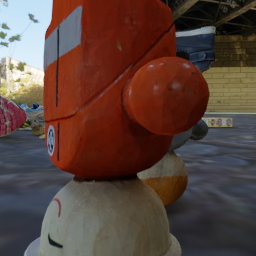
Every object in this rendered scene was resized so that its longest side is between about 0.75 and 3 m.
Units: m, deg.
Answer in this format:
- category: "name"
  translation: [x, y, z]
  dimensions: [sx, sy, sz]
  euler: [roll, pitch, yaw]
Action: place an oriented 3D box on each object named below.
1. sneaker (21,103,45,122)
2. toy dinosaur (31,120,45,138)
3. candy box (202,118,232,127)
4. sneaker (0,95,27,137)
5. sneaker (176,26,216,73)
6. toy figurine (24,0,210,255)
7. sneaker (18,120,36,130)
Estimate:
- category: "sneaker"
  translation: [-4.514, -0.823, 14.843]
  dimensions: [0.988, 0.996, 2.748]
  euler: [1, 3, 28]
- category: "toy dinosaur"
  translation: [-1.329, -0.025, 6.619]
  dimensions: [1.461, 0.841, 2.890]
  euler: [-23, 10, -37]
- category: "candy box"
  translation: [3.230, -0.219, 10.568]
  dimensions: [1.245, 0.344, 0.719]
  euler: [1, 4, 10]
- category: "sneaker"
  translation: [-3.454, -0.334, 7.230]
  dimensions: [2.631, 1.061, 0.983]
  euler: [2, 2, 36]
- category: "sneaker"
  translation: [2.517, -3.290, 12.548]
  dimensions: [2.765, 1.998, 1.051]
  euler: [-2, 10, 23]
- category: "toy figurine"
  translation: [0.595, 0.057, 1.310]
  dimensions: [1.763, 1.226, 1.735]
  euler: [-1, -2, 13]
- category: "sneaker"
  translation: [-3.326, -0.106, 9.080]
  dimensions: [0.785, 0.332, 0.292]
  euler: [-1, 3, -18]
